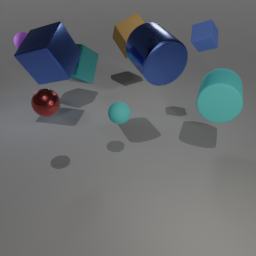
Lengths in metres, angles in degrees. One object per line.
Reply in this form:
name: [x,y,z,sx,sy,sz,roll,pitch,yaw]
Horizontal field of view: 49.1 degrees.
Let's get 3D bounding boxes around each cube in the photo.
cube: [0.193,-4.679,14.317,1.400,1.400,1.400,-32,-1,-10]
cube: [2.614,-3.116,9.516,0.700,0.700,0.700,-4,-19,35]
cube: [-2.346,-2.870,12.471,1.400,1.400,1.400,12,1,23]
cube: [-2.704,-2.540,9.646,1.400,1.400,1.400,-5,52,25]

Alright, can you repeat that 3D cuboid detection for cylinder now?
cylinder: [0.814,-2.185,8.252,1.400,1.400,1.400,-11,42,-19]
cylinder: [3.068,-1.091,9.330,1.400,1.400,1.400,10,34,16]

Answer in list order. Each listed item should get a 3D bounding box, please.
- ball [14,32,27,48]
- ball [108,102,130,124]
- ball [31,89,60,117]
ball: [-4.238,-3.506,11.313,0.700,0.700,0.700,0,30,0]
ball: [-0.276,-0.471,8.771,0.700,0.700,0.700,0,30,0]
ball: [-2.039,-0.628,6.961,0.700,0.700,0.700,0,30,0]
